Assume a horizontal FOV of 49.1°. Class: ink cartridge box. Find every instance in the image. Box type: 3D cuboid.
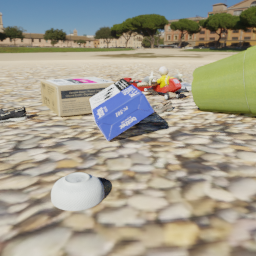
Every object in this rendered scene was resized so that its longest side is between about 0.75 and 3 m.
[{"bbox_3d":[-1.727,-1.183,9.763,2.121,0.967,2.574,-10,18,-27],"label":"ink cartridge box"},{"bbox_3d":[-0.293,-0.612,7.370,1.253,0.589,2.665,-32,20,1],"label":"ink cartridge box"}]

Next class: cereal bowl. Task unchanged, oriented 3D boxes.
[{"bbox_3d":[-0.716,0.845,3.993,0.751,0.313,0.751,0,15,0],"label":"cereal bowl"}]

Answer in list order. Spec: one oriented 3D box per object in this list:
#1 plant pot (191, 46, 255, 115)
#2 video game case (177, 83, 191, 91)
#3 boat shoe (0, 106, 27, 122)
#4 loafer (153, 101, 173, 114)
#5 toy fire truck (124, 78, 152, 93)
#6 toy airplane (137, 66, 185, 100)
[{"bbox_3d":[3.268,-1.368,8.744,2.233,2.351,2.351,-2,12,35],"label":"plant pot"},{"bbox_3d":[2.471,-2.136,14.367,1.667,0.214,1.834,-2,16,-7],"label":"video game case"},{"bbox_3d":[-3.570,-0.375,8.016,1.290,0.389,0.477,-8,18,-27],"label":"boat shoe"},{"bbox_3d":[1.120,-0.692,9.248,0.981,0.308,0.353,-15,22,-42],"label":"loafer"},{"bbox_3d":[0.547,-2.151,13.891,2.083,0.508,1.469,5,17,16],"label":"toy fire truck"},{"bbox_3d":[1.450,-1.961,11.864,1.812,1.284,1.820,4,17,17],"label":"toy airplane"}]
